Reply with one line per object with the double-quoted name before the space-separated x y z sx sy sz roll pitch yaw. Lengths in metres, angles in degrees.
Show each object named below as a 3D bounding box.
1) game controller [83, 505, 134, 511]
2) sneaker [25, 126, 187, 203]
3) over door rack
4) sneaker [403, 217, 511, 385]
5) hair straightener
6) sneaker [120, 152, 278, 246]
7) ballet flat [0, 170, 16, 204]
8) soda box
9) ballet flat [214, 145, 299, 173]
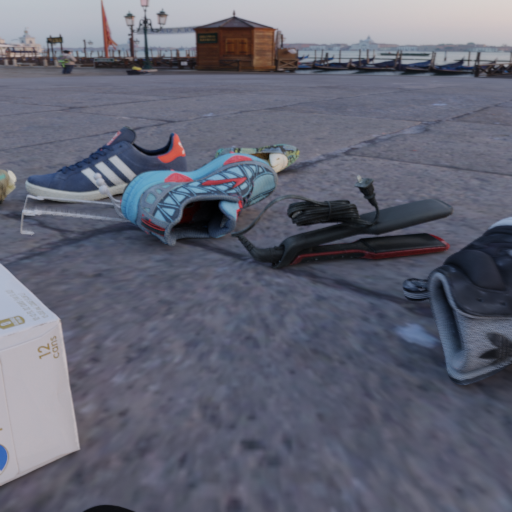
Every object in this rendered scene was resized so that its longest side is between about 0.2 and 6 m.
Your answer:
"game controller" -0.427 1.919 2.922 1.783 0.375 0.930 8 23 22
"sneaker" -2.968 -1.893 11.214 3.182 1.345 1.193 -8 23 -19
"over door rack" -2.944 -0.957 9.607 2.113 0.704 1.561 -7 18 -17
"sneaker" 2.757 0.718 4.874 1.850 1.226 3.250 -20 29 -18
"hair straightener" 1.273 -0.564 7.950 3.302 1.270 0.676 -4 25 -11
"sneaker" -0.645 -0.785 9.202 2.937 1.165 1.403 -21 47 -35
"ballet flat" -4.707 -1.292 10.268 0.628 0.565 1.667 -37 15 -22
"soda box" -2.906 0.611 5.058 1.139 1.219 3.579 -17 28 -37
"ballet flat" 0.080 -2.119 12.909 2.062 0.765 0.765 -7 23 -12
